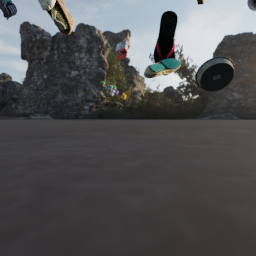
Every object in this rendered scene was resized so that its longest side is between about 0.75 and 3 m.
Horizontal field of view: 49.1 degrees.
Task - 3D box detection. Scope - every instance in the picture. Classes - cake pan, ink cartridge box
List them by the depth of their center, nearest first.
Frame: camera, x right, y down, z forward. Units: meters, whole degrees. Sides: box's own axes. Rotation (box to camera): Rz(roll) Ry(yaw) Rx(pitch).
[{"bbox_3d":[2.747,-1.637,8.767,1.254,1.254,0.230,0,45,-10],"label":"cake pan"},{"bbox_3d":[-0.277,-3.467,12.482,0.513,0.942,0.237,-17,-43,27],"label":"ink cartridge box"}]

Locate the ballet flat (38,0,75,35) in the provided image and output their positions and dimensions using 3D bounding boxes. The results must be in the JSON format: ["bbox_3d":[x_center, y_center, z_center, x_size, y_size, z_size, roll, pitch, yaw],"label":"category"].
[{"bbox_3d":[-2.309,-3.768,8.733,0.726,0.718,2.134,-6,-29,22],"label":"ballet flat"}]

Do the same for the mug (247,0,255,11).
[{"bbox_3d":[4.352,-4.097,9.208,0.573,0.763,0.859,2,24,40],"label":"mug"}]

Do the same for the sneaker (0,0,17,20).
[{"bbox_3d":[-3.120,-3.163,6.805,0.439,1.003,0.373,-12,17,39],"label":"sneaker"}]

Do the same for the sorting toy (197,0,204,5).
[{"bbox_3d":[1.133,-3.351,5.349,0.480,1.369,2.839,-1,-6,21],"label":"sorting toy"}]

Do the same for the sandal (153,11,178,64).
[{"bbox_3d":[1.368,-3.089,10.211,0.821,2.187,0.493,5,30,6],"label":"sandal"}]

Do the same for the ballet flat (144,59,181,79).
[{"bbox_3d":[1.042,-1.804,8.648,1.465,0.509,0.509,-20,15,-38],"label":"ballet flat"}]

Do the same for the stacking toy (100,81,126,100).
[{"bbox_3d":[-0.668,-1.659,12.301,0.834,0.260,1.106,12,26,-50],"label":"stacking toy"}]
